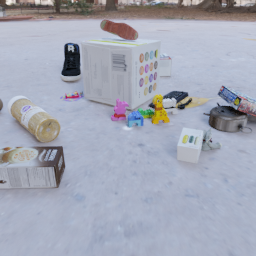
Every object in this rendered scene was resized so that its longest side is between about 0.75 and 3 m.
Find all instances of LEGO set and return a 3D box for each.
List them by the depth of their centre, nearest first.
[{"bbox_3d":[0.721,-0.724,9.741,2.501,1.026,0.954,-7,28,-14],"label":"LEGO set"}]

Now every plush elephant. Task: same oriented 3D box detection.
[{"bbox_3d":[2.232,0.294,8.091,0.849,0.657,0.699,-21,33,-36],"label":"plush elephant"}]

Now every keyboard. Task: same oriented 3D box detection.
[{"bbox_3d":[1.930,-1.143,11.523,1.387,0.225,2.183,17,32,30],"label":"keyboard"}]

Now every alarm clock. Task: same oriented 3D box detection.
[{"bbox_3d":[3.471,-0.276,9.387,1.234,0.609,1.830,-9,31,-18],"label":"alarm clock"}]

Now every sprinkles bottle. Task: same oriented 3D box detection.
[{"bbox_3d":[-3.127,-0.347,9.191,0.840,0.840,2.461,-20,33,-35],"label":"sprinkles bottle"}]

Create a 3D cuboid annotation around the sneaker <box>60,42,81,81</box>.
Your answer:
[{"bbox_3d":[-3.081,-3.636,14.917,1.085,1.662,2.971,-3,26,-7],"label":"sneaker"}]

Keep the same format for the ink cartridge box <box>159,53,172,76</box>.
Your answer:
[{"bbox_3d":[1.055,-3.546,15.527,2.310,0.968,2.028,-3,26,-5],"label":"ink cartridge box"}]

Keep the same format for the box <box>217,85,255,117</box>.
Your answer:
[{"bbox_3d":[4.340,-0.770,9.697,2.110,0.421,1.445,16,23,-17],"label":"box"}]

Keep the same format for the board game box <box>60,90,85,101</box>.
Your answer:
[{"bbox_3d":[-2.406,-1.455,12.140,0.889,0.219,1.125,11,28,21],"label":"board game box"}]

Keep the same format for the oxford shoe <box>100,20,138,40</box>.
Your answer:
[{"bbox_3d":[-0.279,-3.841,10.975,1.586,0.561,0.585,26,16,10],"label":"oxford shoe"}]

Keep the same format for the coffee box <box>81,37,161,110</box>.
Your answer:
[{"bbox_3d":[-0.221,-2.392,11.550,2.366,2.362,2.339,14,27,28],"label":"coffee box"}]

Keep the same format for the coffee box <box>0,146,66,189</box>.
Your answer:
[{"bbox_3d":[-2.447,0.935,6.783,1.658,0.661,0.948,-1,26,-2],"label":"coffee box"}]

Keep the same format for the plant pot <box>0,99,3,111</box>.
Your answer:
[{"bbox_3d":[-5.062,-0.841,10.233,1.004,1.004,0.875,6,9,12],"label":"plant pot"}]

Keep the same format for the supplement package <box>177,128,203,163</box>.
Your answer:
[{"bbox_3d":[1.697,0.469,7.651,0.569,0.565,0.750,10,43,19],"label":"supplement package"}]
